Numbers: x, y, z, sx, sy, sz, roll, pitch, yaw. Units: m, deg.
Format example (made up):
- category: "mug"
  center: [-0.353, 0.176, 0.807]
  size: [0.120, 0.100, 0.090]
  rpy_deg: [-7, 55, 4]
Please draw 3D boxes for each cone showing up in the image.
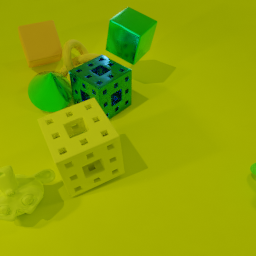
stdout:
- category: "cone"
  center: [-2.235, -1.307, 8.096]
  size: [1.353, 1.359, 1.353]
  rpy_deg: [4, 75, -14]

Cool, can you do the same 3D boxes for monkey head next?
- category: "monkey head"
  center: [-2.409, 1.267, 5.905]
  size: [1.730, 1.244, 1.042]
  rpy_deg: [-23, 19, -13]

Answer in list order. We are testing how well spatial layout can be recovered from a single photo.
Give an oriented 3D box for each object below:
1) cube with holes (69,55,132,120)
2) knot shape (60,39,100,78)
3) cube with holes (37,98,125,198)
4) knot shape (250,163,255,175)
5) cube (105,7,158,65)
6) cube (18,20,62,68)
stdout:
- category: "cube with holes"
  center: [-0.793, -1.186, 8.452]
  size: [1.291, 1.291, 1.291]
  rpy_deg: [34, 53, 30]
- category: "knot shape"
  center: [-1.568, -2.073, 9.162]
  size: [1.769, 1.655, 0.817]
  rpy_deg: [-32, 27, -13]
- category: "cube with holes"
  center: [-1.056, 0.445, 6.520]
  size: [1.392, 1.392, 1.392]
  rpy_deg: [-23, 50, -15]
- category: "knot shape"
  center: [3.151, 0.928, 6.202]
  size: [0.531, 1.148, 1.075]
  rpy_deg: [30, 63, 7]
- category: "cube"
  center: [0.095, -2.956, 9.003]
  size: [1.134, 1.134, 1.134]
  rpy_deg: [31, 53, 12]
- category: "cube"
  center: [-3.096, -2.947, 9.931]
  size: [1.199, 1.199, 1.199]
  rpy_deg: [-18, 7, -18]
